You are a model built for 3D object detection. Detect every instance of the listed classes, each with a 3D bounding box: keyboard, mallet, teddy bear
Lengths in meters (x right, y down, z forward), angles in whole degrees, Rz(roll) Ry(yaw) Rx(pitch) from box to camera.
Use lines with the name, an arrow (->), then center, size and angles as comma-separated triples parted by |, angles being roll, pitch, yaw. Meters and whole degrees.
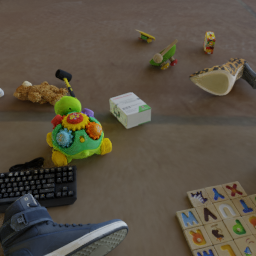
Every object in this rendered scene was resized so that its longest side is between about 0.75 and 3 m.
keyboard -> -2.328, 1.184, 6.225 | 2.343, 0.301, 1.407 | -5, 40, -7
mallet -> -1.882, -1.333, 9.194 | 0.529, 0.331, 1.607 | 11, 37, -50
teddy bear -> -2.738, -1.153, 8.860 | 1.673, 0.559, 1.213 | 18, 41, 21

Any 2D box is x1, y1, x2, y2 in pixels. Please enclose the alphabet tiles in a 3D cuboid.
alphabet tiles -> 2.171, 2.081, 5.283 | 2.089, 0.079, 2.511 | -8, 40, -11

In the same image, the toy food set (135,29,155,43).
toy food set -> 0.763, -4.085, 12.653 | 0.613, 0.340, 1.041 | -5, 35, -46

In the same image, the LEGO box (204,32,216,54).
LEGO box -> 3.406, -3.573, 11.731 | 0.330, 0.637, 0.855 | 5, 39, 6

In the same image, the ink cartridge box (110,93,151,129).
ink cartridge box -> 0.051, -0.535, 8.120 | 0.801, 0.461, 1.097 | -18, 38, -21

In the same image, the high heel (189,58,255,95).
high heel -> 3.061, -1.920, 9.542 | 2.566, 0.916, 1.829 | 0, 37, -12

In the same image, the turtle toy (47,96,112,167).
turtle toy -> -1.349, -0.018, 7.084 | 1.490, 1.033, 2.045 | -15, 42, -18

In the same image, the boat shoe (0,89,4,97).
boat shoe -> -4.714, -1.445, 9.133 | 1.511, 0.644, 0.558 | 22, 44, 24

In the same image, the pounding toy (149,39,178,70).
pounding toy -> 1.446, -2.557, 10.393 | 1.153, 0.693, 1.494 | -35, 4, 3

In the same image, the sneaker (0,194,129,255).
sneaker -> -1.219, 1.755, 5.092 | 2.162, 0.822, 1.562 | -18, 45, -19
